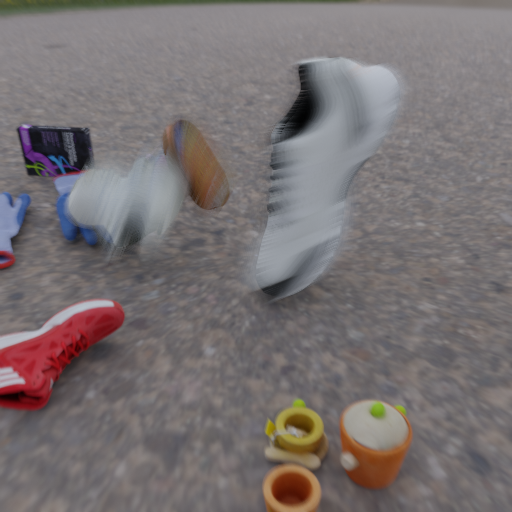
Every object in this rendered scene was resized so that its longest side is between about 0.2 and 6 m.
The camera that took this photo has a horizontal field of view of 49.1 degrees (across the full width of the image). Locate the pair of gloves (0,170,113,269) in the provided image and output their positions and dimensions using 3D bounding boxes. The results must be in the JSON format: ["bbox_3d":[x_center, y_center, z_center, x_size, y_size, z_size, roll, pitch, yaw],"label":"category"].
[{"bbox_3d":[-4.039,-0.734,10.612,3.803,0.433,3.057,-14,35,-21],"label":"pair of gloves"}]

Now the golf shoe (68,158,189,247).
[{"bbox_3d":[-2.264,-0.717,8.981,2.619,1.025,1.273,-11,53,37],"label":"golf shoe"}]

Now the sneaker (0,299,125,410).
[{"bbox_3d":[-2.415,1.311,6.955,1.881,0.737,1.087,-25,45,-16],"label":"sneaker"}]

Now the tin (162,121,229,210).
[{"bbox_3d":[-0.902,-1.352,8.464,0.296,1.415,0.792,-17,23,37],"label":"tin"}]

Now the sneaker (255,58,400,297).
[{"bbox_3d":[0.607,-1.082,7.932,1.427,3.567,1.315,8,20,-36],"label":"sneaker"}]

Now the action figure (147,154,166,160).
[{"bbox_3d":[-1.541,-1.576,10.260,0.737,0.663,0.990,-18,45,-6],"label":"action figure"}]

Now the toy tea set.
[{"bbox_3d":[0.690,2.141,5.115,1.477,0.919,2.484,5,30,8],"label":"toy tea set"}]

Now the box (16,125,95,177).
[{"bbox_3d":[-4.480,-2.340,12.625,1.607,1.149,0.290,3,32,5],"label":"box"}]
